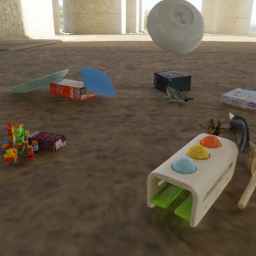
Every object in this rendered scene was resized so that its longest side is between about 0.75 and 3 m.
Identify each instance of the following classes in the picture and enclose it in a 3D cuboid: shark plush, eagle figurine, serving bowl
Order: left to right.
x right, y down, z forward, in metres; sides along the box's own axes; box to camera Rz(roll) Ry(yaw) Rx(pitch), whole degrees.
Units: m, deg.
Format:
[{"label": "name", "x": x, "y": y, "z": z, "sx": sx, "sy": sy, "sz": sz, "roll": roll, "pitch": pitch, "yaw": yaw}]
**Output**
[{"label": "shark plush", "x": 2.003, "y": -1.298, "z": 11.167, "sx": 0.566, "sy": 0.519, "sz": 1.247, "roll": -14, "pitch": 26, "yaw": -29}, {"label": "serving bowl", "x": 1.957, "y": -4.138, "z": 10.903, "sx": 2.410, "sy": 2.410, "sz": 0.793, "roll": -6, "pitch": -14, "yaw": -13}, {"label": "eagle figurine", "x": 2.614, "y": 0.318, "z": 6.737, "sx": 1.259, "sy": 1.252, "sz": 1.659, "roll": -1, "pitch": 10, "yaw": -29}]

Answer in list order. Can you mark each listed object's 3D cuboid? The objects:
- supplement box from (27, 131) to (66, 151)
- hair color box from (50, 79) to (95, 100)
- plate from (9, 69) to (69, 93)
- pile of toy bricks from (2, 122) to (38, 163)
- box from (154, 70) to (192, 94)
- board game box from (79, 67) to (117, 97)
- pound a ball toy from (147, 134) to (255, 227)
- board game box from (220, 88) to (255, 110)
[{"label": "supplement box", "x": -2.194, "y": 0.348, "z": 7.556, "sx": 0.918, "sy": 0.279, "sz": 0.499, "roll": 8, "pitch": 23, "yaw": 20}, {"label": "hair color box", "x": -2.393, "y": -1.671, "z": 12.021, "sx": 1.732, "sy": 0.554, "sz": 0.961, "roll": 13, "pitch": 23, "yaw": 30}, {"label": "plate", "x": -3.808, "y": -1.976, "z": 12.225, "sx": 2.704, "sy": 0.346, "sz": 2.704, "roll": -18, "pitch": 14, "yaw": 5}, {"label": "pile of toy bricks", "x": -2.786, "y": 0.237, "z": 7.195, "sx": 0.857, "sy": 0.762, "sz": 1.544, "roll": -6, "pitch": 24, "yaw": -14}, {"label": "box", "x": 2.012, "y": -2.110, "z": 12.775, "sx": 1.248, "sy": 0.769, "sz": 1.238, "roll": -10, "pitch": 25, "yaw": -23}, {"label": "board game box", "x": -1.343, "y": -1.819, "z": 11.718, "sx": 1.449, "sy": 0.357, "sz": 1.835, "roll": 5, "pitch": 44, "yaw": -35}, {"label": "pound a ball toy", "x": 1.690, "y": 0.825, "z": 5.443, "sx": 1.598, "sy": 1.041, "sz": 2.451, "roll": 16, "pitch": 28, "yaw": 34}, {"label": "board game box", "x": 4.746, "y": -1.167, "z": 11.112, "sx": 1.538, "sy": 0.316, "sz": 1.534, "roll": -21, "pitch": 31, "yaw": -41}]
